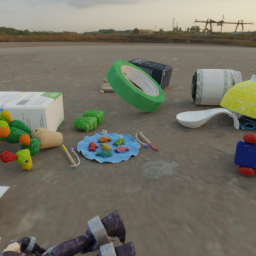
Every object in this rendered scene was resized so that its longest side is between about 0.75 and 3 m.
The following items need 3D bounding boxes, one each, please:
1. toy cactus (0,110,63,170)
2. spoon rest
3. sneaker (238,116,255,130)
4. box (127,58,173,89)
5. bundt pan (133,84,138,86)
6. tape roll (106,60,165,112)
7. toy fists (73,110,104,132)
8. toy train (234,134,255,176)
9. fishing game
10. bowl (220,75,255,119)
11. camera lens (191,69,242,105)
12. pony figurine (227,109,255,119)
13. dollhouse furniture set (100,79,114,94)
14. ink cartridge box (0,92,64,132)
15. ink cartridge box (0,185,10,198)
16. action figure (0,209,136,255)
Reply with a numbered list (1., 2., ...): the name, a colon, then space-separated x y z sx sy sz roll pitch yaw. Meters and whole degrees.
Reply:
1. toy cactus: -3.161 0.399 8.447 2.390 1.481 2.897 7 9 -40
2. spoon rest: 3.092 -0.410 10.925 2.381 0.722 1.183 4 21 7
3. sneaker: 4.929 -0.122 10.659 1.340 0.491 0.549 -1 36 15
4. box: 1.268 -3.335 17.286 2.431 1.301 1.804 19 26 21
5. bundt pan: 0.345 -2.916 18.080 0.818 0.307 0.818 1 21 0
6. tape roll: 0.381 -1.949 12.855 2.866 0.689 2.866 28 31 -19
7. toy fists: -1.445 -0.289 10.911 0.777 0.524 1.525 0 21 21
8. toy train: 4.268 0.792 7.526 2.559 1.083 1.481 9 9 23
9. fishing game: -0.607 0.487 8.993 2.873 0.447 2.057 -8 25 -20
10. bowl: 5.299 -1.257 11.179 2.814 1.514 2.814 12 16 -4
11. camera lens: 4.221 -1.979 13.592 2.153 1.722 1.722 2 21 8
12. pony figurine: 5.049 -0.821 11.794 1.395 1.162 1.347 4 25 -35
13. dollhouse furniture set: -0.828 -2.296 16.543 1.380 0.790 1.619 2 45 7
14. ink cartridge box: -4.133 -0.515 10.401 2.992 1.256 2.166 1 21 2
15. ink cartridge box: -3.817 1.850 5.300 2.283 0.504 2.325 2 19 4
16. action figure: -1.148 2.117 4.199 2.507 0.870 1.631 -10 30 -16
